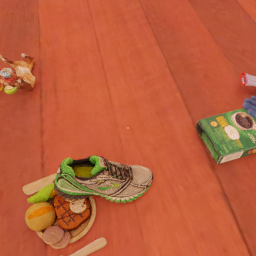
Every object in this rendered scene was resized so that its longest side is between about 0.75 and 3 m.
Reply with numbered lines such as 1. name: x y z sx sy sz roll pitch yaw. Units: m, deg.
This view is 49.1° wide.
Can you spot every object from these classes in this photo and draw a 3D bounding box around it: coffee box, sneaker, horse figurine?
1. coffee box: 3.343 0.128 8.206 2.286 0.503 1.405 -15 54 -11
2. sneaker: -0.508 1.218 6.900 2.493 1.062 0.973 1 45 -19
3. horse figurine: -3.635 -1.853 9.411 0.535 1.420 2.142 -45 55 21

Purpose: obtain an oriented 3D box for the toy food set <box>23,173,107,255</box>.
1. toy food set: -1.611 2.040 6.815 1.662 0.483 2.408 -23 57 -16

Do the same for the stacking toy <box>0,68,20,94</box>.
1. stacking toy: -4.139 -1.641 9.579 0.885 0.413 0.977 18 56 13

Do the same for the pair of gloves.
1. pair of gloves: 4.527 -0.783 8.635 2.183 0.309 2.715 18 45 1
